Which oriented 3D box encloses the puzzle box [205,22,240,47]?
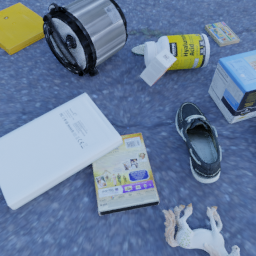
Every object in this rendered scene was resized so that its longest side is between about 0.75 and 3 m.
[{"bbox_3d":[3.539,-3.551,10.551,0.810,0.155,1.218,-15,55,-12],"label":"puzzle box"}]

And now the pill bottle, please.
[{"bbox_3d":[1.545,-2.451,9.124,1.953,1.087,1.087,-6,54,-4],"label":"pill bottle"}]

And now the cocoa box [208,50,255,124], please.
[{"bbox_3d":[3.700,-1.290,8.093,2.120,1.391,1.414,-16,55,-11],"label":"cocoa box"}]

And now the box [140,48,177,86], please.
[{"bbox_3d":[0.885,-1.779,8.260,0.475,0.894,0.681,44,48,0],"label":"box"}]

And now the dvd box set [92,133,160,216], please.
[{"bbox_3d":[-0.152,1.080,7.028,1.450,0.291,1.982,-9,54,-7],"label":"dvd box set"}]

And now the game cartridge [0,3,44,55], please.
[{"bbox_3d":[-4.283,-3.828,10.667,2.287,0.371,2.016,39,62,22],"label":"game cartridge"}]

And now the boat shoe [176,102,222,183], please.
[{"bbox_3d":[1.873,0.129,7.356,0.984,0.785,2.603,-11,49,-2],"label":"boat shoe"}]

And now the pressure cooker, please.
[{"bbox_3d":[-1.440,-2.938,8.877,2.079,2.112,2.364,36,61,20],"label":"pressure cooker"}]

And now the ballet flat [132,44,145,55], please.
[{"bbox_3d":[0.671,-2.749,9.828,1.101,0.382,0.382,17,55,13],"label":"ballet flat"}]

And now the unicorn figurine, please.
[{"bbox_3d":[1.664,2.300,5.975,1.825,0.674,1.254,-2,62,16],"label":"unicorn figurine"}]

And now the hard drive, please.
[{"bbox_3d":[-1.917,0.440,7.208,2.999,0.394,1.978,-31,57,-14],"label":"hard drive"}]
